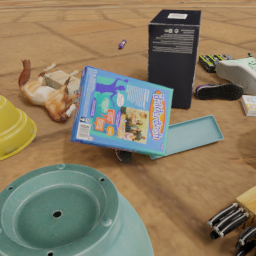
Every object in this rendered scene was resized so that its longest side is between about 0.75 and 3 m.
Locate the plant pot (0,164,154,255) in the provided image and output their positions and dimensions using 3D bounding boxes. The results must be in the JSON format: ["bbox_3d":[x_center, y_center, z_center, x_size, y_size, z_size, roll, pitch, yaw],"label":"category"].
[{"bbox_3d":[-0.859,1.603,3.738,2.598,1.741,2.598,-1,32,0],"label":"plant pot"}]

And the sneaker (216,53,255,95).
[{"bbox_3d":[4.608,-2.102,10.419,1.556,0.971,2.638,-13,31,-8],"label":"sneaker"}]

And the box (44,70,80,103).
[{"bbox_3d":[-2.199,-1.460,9.808,1.554,0.604,0.738,28,42,37],"label":"box"}]

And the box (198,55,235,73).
[{"bbox_3d":[4.027,-2.851,12.345,1.462,0.360,1.514,-5,32,-4],"label":"box"}]

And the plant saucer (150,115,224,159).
[{"bbox_3d":[1.394,0.220,7.126,2.110,0.200,0.738,-14,71,-17],"label":"plant saucer"}]

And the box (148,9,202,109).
[{"bbox_3d":[1.609,-2.463,9.546,1.484,2.596,2.851,7,32,12],"label":"box"}]

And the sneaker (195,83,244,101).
[{"bbox_3d":[3.140,-1.343,9.684,1.590,0.602,0.696,1,26,2],"label":"sneaker"}]

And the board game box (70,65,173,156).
[{"bbox_3d":[-0.086,-0.313,6.256,2.127,1.617,0.478,12,-10,-21],"label":"board game box"}]

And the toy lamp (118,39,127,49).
[{"bbox_3d":[-0.311,-4.508,15.092,0.320,0.320,1.100,4,31,7],"label":"toy lamp"}]

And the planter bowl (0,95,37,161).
[{"bbox_3d":[-3.837,-0.216,7.325,2.648,1.103,2.648,-1,32,0],"label":"planter bowl"}]

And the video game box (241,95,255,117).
[{"bbox_3d":[4.215,-0.690,8.905,1.001,0.257,1.099,3,31,10],"label":"video game box"}]

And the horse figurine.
[{"bbox_3d":[-2.560,-1.271,9.126,2.934,0.732,1.944,23,63,20],"label":"horse figurine"}]

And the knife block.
[{"bbox_3d":[2.217,1.469,5.026,1.637,0.597,1.865,7,33,9],"label":"knife block"}]

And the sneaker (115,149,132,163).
[{"bbox_3d":[-0.095,0.312,6.719,0.374,0.571,0.989,-3,53,-20],"label":"sneaker"}]
